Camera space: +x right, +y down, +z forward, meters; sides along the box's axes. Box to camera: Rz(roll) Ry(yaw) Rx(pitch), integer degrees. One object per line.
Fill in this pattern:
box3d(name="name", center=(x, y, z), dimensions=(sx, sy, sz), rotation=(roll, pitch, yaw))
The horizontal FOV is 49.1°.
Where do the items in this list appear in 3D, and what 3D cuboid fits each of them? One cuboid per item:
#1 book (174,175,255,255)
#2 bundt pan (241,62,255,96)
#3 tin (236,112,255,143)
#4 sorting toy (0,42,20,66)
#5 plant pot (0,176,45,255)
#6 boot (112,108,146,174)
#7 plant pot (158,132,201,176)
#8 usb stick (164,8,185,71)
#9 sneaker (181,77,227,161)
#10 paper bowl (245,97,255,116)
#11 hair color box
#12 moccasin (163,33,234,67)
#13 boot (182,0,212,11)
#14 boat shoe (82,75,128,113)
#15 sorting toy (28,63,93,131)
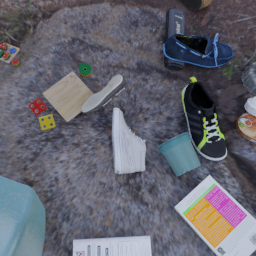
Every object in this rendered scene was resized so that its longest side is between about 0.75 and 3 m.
box3d(name="book", center=(2.531, 2.542, 7.693), dimensions=(1.422, 0.512, 2.129), rotation=(-40, 68, -7))
box3d(name="bundt pan", center=(4.783, -1.790, 9.796), dimensions=(1.440, 0.541, 1.440), rotation=(0, 67, 0))
box3d(name="tin", center=(4.308, 0.110, 9.081), dimensions=(1.604, 0.336, 0.898), rotation=(28, 65, 12))
box3d(name="sorting toy", center=(-4.597, -2.872, 10.431), dimensions=(1.501, 0.254, 0.723), rotation=(23, 68, 10))
box3d(name="plant pot", center=(-3.505, 2.696, 6.675), dimensions=(2.843, 2.851, 2.904), rotation=(19, 57, 8))
box3d(name="boot", center=(0.036, 0.373, 8.795), dimensions=(1.014, 0.781, 2.123), rotation=(-2, 74, -8))
box3d(name="plant pot", center=(1.588, 0.825, 8.415), dimensions=(1.063, 1.063, 1.041), rotation=(-23, 75, -10))
box3d(name="usb stick", center=(1.761, -3.361, 10.507), dimensions=(0.762, 0.448, 2.747), rotation=(8, 67, -6))
box3d(name="sneaker", center=(2.314, -0.260, 8.638), dimensions=(0.967, 1.116, 2.696), rotation=(-20, 79, -5))
box3d(name="paper bowl", center=(4.311, -0.734, 9.230), dimensions=(0.797, 0.415, 0.797), rotation=(7, 41, -6))
box3d(name="hair color box", center=(-0.400, 3.442, 7.415), dimensions=(2.046, 0.619, 1.023), rotation=(-2, 66, -1))
box3d(name="moccasin", center=(2.592, -2.713, 9.744), dimensions=(2.693, 0.918, 1.084), rotation=(-4, 70, -18))
box3d(name="boot", center=(2.425, -5.811, 11.535), dimensions=(0.939, 0.916, 2.488), rotation=(-28, 73, -31))
box3d(name="boat shoe", center=(-0.714, -0.978, 8.955), dimensions=(1.711, 0.487, 0.572), rotation=(-39, 45, 10))
box3d(name="sorting toy", center=(-1.996, -0.950, 9.379), dimensions=(2.630, 0.445, 1.268), rotation=(-41, 84, -15))
